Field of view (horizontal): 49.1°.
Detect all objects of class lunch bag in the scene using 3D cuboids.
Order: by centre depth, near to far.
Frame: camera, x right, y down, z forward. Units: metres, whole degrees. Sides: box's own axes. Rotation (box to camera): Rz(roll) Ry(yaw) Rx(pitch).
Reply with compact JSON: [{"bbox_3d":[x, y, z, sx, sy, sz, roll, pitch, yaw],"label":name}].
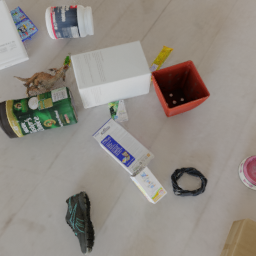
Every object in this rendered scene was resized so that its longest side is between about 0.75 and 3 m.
[{"bbox_3d":[-5.015,-4.638,13.010,1.146,0.716,1.522,-41,85,-16],"label":"lunch bag"}]

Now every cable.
[{"bbox_3d":[2.270,1.978,10.383,1.332,0.338,1.087,-7,62,0],"label":"cable"}]

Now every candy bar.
[{"bbox_3d":[1.353,-2.906,12.433,0.511,0.227,2.051,28,71,15],"label":"candy bar"}]

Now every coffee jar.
[{"bbox_3d":[-3.476,-0.552,10.749,2.902,1.513,1.238,-14,61,-5],"label":"coffee jar"}]

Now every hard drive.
[{"bbox_3d":[-5.787,-4.025,12.333,1.836,0.371,2.783,-23,89,-8],"label":"hard drive"}]

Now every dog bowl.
[{"bbox_3d":[4.829,1.614,10.363,1.333,0.491,1.333,-1,67,3],"label":"dog bowl"}]

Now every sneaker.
[{"bbox_3d":[-1.663,3.281,9.659,0.828,0.788,2.089,-16,60,5],"label":"sneaker"}]

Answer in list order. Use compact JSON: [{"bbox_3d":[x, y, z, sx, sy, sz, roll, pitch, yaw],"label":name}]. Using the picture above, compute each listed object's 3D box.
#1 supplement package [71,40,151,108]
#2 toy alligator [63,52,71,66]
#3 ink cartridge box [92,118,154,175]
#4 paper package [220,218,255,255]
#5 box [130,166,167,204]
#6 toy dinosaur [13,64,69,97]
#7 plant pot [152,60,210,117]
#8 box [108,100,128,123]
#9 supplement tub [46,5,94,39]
[{"bbox_3d":[-0.660,-2.127,11.329,2.807,1.647,1.641,-14,68,-6],"label":"supplement package"},{"bbox_3d":[-2.702,-3.056,12.483,0.273,0.250,0.920,4,67,2],"label":"toy alligator"},{"bbox_3d":[-0.195,0.736,10.816,2.314,0.429,1.096,42,74,13],"label":"ink cartridge box"},{"bbox_3d":[4.127,4.364,8.893,2.147,1.165,2.253,26,69,10],"label":"paper package"},{"bbox_3d":[0.722,2.012,9.959,0.606,0.673,1.196,-39,92,-14],"label":"box"},{"bbox_3d":[-3.519,-2.047,11.741,2.291,0.983,1.553,10,59,17],"label":"toy dinosaur"},{"bbox_3d":[1.945,-1.359,11.096,1.707,1.504,1.706,-18,68,-8],"label":"plant pot"},{"bbox_3d":[-0.406,-0.676,11.536,0.664,0.167,0.920,-13,67,-6],"label":"box"},{"bbox_3d":[-2.583,-4.758,12.588,1.948,1.367,1.367,-5,67,-2],"label":"supplement tub"}]
